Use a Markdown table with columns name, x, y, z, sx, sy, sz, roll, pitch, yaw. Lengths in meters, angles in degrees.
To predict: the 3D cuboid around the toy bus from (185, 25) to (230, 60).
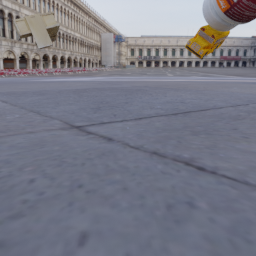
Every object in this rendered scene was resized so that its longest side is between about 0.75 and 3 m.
| name | x | y | z | sx | sy | sz | roll | pitch | yaw |
| --- | --- | --- | --- | --- | --- | --- | --- | --- | --- |
| toy bus | 2.436 | -2.675 | 8.466 | 0.631 | 0.759 | 1.938 | 42 | 39 | 11 |

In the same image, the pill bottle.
| name | x | y | z | sx | sy | sz | roll | pitch | yaw |
| --- | --- | --- | --- | --- | --- | --- | --- | --- | --- |
| pill bottle | 2.950 | -3.410 | 6.717 | 1.449 | 1.449 | 2.645 | -3 | -3 | -14 |

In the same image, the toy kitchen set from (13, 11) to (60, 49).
| name | x | y | z | sx | sy | sz | roll | pitch | yaw |
| --- | --- | --- | --- | --- | --- | --- | --- | --- | --- |
| toy kitchen set | -2.703 | -2.727 | 8.547 | 1.213 | 0.989 | 1.094 | -24 | 0 | -25 |
